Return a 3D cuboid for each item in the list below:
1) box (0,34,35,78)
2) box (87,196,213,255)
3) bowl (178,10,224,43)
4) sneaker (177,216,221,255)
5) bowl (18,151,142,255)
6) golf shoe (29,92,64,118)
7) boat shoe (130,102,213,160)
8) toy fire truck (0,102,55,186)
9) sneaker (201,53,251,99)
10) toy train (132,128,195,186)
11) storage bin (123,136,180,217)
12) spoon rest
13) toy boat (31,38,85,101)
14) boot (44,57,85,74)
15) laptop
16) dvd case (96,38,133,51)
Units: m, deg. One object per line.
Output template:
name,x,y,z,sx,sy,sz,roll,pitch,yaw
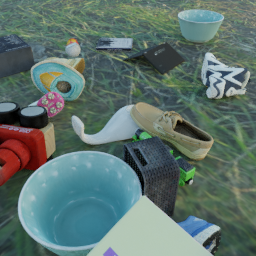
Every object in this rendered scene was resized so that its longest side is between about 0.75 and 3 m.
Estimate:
box,-4.912,-2.938,11.345,1.631,1.011,1.604,-25,44,-29
box,0.221,2.567,3.355,2.188,1.202,2.487,36,70,30
bowl,3.516,-5.005,13.912,2.180,1.140,2.180,0,38,0
sneaker,0.730,2.260,5.015,2.014,0.791,0.898,-23,28,-30
bowl,-0.834,1.592,5.402,2.203,1.152,2.203,-1,38,0
golf shoe,-2.860,-0.308,8.334,2.057,0.775,0.941,-35,14,-22
boat shoe,1.146,-0.106,7.471,2.383,0.769,0.849,31,50,14
toy fire truck,-3.363,0.831,6.162,2.639,1.929,2.998,9,28,10
sneaker,3.562,-1.915,10.111,1.524,0.935,2.342,3,38,2
toy train,0.825,0.662,7.059,0.439,0.594,2.106,-26,45,-29
storage bin,0.430,1.086,5.707,0.741,1.580,1.068,-14,40,-16
spoon rest,-0.317,-0.089,8.050,2.700,0.819,1.342,-10,39,-34
toy boat,-2.063,-1.810,8.801,1.739,2.068,0.961,19,26,-23
boot,-2.650,-2.126,10.584,1.479,0.693,1.903,9,43,16
laptop,1.116,-2.931,12.104,1.872,1.085,1.753,47,53,9
dvd case,-0.621,-3.990,13.369,1.668,0.206,1.254,2,38,2
